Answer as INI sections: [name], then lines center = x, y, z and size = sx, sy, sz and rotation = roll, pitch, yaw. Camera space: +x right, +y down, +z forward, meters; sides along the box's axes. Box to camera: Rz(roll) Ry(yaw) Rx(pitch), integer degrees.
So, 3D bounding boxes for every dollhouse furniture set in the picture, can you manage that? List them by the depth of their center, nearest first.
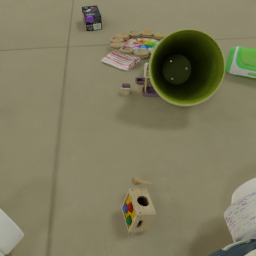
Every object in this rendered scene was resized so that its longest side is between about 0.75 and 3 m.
[dollhouse furniture set]
center = 0.485, -2.071, 9.607
size = 1.345, 1.205, 1.697
rotation = 3, 44, 3

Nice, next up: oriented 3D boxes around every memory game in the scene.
[memory game]
center = 0.685, -3.519, 11.503
size = 2.955, 0.188, 2.955
rotation = 1, 37, -1

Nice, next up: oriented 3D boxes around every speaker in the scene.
[speaker]
center = 4.726, -2.224, 9.915
size = 2.350, 1.039, 1.039
rotation = 15, 47, 15

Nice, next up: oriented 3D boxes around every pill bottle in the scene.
[pill bottle]
center = -3.228, 2.500, 4.563
size = 1.624, 1.624, 2.840
rotation = 26, 54, 24

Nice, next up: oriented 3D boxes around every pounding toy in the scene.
[pounding toy]
center = 0.166, 1.523, 6.062
size = 0.498, 0.956, 1.088
rotation = 2, 39, -22

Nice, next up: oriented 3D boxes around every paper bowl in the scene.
[paper bowl]
center = 2.790, 1.546, 5.426
size = 1.837, 1.837, 0.955
rotation = -7, 53, -7

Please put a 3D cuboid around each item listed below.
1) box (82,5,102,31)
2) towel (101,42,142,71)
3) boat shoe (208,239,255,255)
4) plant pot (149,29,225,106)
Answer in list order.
[box]
center = -1.696, -5.154, 13.111
size = 0.775, 0.672, 1.267
rotation = -9, 45, -9
[towel]
center = -0.106, -2.899, 11.134
size = 1.232, 0.252, 1.684
rotation = 24, 49, 23
[boat shoe]
center = 1.236, 2.763, 4.695
size = 2.904, 0.898, 1.087
rotation = -35, 87, 1
[plant pot]
center = 1.637, -1.834, 8.748
size = 2.086, 2.086, 2.229
rotation = 1, 11, 1
